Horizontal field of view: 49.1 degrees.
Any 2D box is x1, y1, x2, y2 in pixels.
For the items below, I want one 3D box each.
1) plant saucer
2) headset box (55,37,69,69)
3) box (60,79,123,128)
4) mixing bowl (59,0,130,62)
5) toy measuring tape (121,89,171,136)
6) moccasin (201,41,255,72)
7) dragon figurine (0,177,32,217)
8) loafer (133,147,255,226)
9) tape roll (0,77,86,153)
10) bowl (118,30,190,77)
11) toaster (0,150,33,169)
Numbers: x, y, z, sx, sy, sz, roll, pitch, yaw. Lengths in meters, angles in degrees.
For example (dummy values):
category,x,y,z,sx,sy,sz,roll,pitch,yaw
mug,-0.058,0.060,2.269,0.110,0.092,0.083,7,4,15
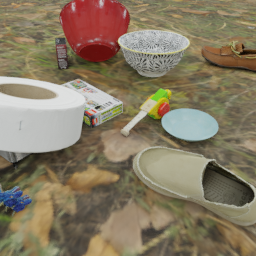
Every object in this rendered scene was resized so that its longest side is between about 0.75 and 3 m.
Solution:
category,x,y,z,sx,sy,sz,roll,pitch,yaw
plant saucer,1.698,-0.027,7.798,1.540,0.296,1.540,0,36,0
headset box,-2.679,-3.076,11.340,0.442,1.145,0.852,-7,37,-10
box,-1.381,-0.860,8.870,1.253,0.395,2.277,-29,44,-34
mixing bowl,-1.309,-3.722,11.359,2.895,2.895,1.568,-3,74,-4
toy measuring tape,0.614,-0.363,8.179,0.745,0.745,2.026,30,68,35
moccasin,4.412,-2.962,11.184,2.942,1.136,1.076,20,40,26
dragon figurine,-3.144,1.379,5.484,2.326,0.685,1.156,-10,37,-16
loafer,1.345,0.966,5.583,2.714,0.926,1.027,19,61,20
tape roll,-2.553,-0.446,6.929,2.932,1.025,2.932,12,18,-4
bowl,0.955,-2.782,10.832,2.678,1.257,2.678,1,36,0
toaster,-2.782,0.243,7.041,1.235,0.733,1.117,24,43,29
